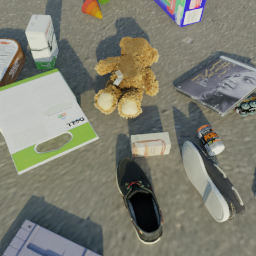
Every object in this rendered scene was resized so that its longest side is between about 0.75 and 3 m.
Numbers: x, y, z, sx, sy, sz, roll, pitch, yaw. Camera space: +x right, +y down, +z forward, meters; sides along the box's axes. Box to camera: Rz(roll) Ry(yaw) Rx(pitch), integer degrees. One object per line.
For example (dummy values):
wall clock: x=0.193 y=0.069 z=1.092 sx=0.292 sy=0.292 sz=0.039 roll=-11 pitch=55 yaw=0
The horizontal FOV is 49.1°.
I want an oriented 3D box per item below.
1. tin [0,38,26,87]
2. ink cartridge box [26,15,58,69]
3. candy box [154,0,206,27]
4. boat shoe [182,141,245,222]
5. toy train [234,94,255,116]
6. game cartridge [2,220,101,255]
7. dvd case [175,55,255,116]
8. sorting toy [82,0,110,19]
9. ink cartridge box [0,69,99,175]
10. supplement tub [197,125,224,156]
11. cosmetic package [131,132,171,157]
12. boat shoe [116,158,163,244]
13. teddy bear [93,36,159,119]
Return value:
tin: x=-4.568 y=-2.020 z=9.469 sx=1.643 sy=0.614 sz=2.935 roll=7 pitch=53 yaw=0
ink cartridge box: x=-2.880 y=-2.916 z=9.534 sx=0.615 sy=1.482 sz=1.086 roll=1 pitch=53 yaw=1
candy box: x=1.975 y=-5.998 z=11.214 sx=1.137 sy=2.495 sz=2.951 roll=-17 pitch=54 yaw=-15
boat shoe: x=2.024 y=1.192 z=6.855 sx=0.671 sy=0.822 sz=2.224 roll=-6 pitch=43 yaw=-18
toy train: x=3.714 y=-0.711 z=8.579 sx=1.016 sy=0.433 sz=0.579 roll=-14 pitch=41 yaw=-7
game cartridge: x=-1.678 y=2.918 z=5.884 sx=2.001 sy=0.384 sz=1.297 roll=19 pitch=51 yaw=14
dvd case: x=3.082 y=-1.487 z=9.066 sx=2.529 sy=0.202 sz=1.880 roll=-34 pitch=50 yaw=-24
sorting toy: x=-0.820 y=-5.381 z=11.997 sx=0.845 sy=0.851 sz=2.454 roll=47 pitch=66 yaw=3
ink cartridge box: x=-2.308 y=-0.077 z=7.661 sx=2.129 sy=1.091 sz=2.880 roll=-24 pitch=58 yaw=-18
supplement tub: x=2.254 y=0.325 z=7.704 sx=0.479 sy=0.479 sz=0.781 roll=-16 pitch=57 yaw=-12
cosmetic package: x=0.599 y=0.459 z=7.607 sx=1.023 sy=0.529 sz=0.447 roll=-6 pitch=55 yaw=-3
boat shoe: x=0.258 y=1.574 z=6.686 sx=0.807 sy=0.691 sz=2.207 roll=-14 pitch=53 yaw=-10
teddy bear: x=-0.009 y=-1.558 z=8.989 sx=2.133 sy=0.982 sz=2.942 roll=-4 pitch=60 yaw=6
